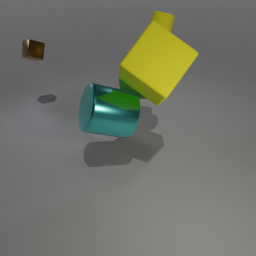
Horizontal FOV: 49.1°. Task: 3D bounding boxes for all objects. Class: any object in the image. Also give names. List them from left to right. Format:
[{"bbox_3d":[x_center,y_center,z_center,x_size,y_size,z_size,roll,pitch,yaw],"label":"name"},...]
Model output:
[{"bbox_3d":[-3.974,-3.251,11.731,0.700,0.700,0.700,3,4,-40],"label":"cube"},{"bbox_3d":[-0.565,-0.483,8.091,1.400,1.400,1.400,9,25,-25],"label":"cylinder"},{"bbox_3d":[0.602,-1.769,10.309,1.400,1.400,1.400,4,28,29],"label":"cylinder"},{"bbox_3d":[0.726,-1.628,7.401,1.400,1.400,1.400,36,-4,0],"label":"cube"},{"bbox_3d":[1.092,-3.377,9.144,0.700,0.700,0.700,12,19,-4],"label":"cylinder"}]
